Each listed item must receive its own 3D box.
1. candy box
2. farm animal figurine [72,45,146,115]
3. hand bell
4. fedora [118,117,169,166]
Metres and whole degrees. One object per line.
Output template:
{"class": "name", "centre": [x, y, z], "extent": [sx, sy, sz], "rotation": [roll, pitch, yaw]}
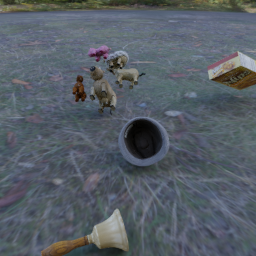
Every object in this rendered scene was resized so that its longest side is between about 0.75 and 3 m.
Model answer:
{"class": "candy box", "centre": [4.052, -2.020, 10.238], "extent": [2.126, 0.588, 1.227], "rotation": [6, -20, -39]}
{"class": "farm animal figurine", "centre": [-0.687, -1.670, 8.947], "extent": [1.814, 2.246, 1.129], "rotation": [26, 41, -21]}
{"class": "hand bell", "centre": [-0.728, 1.867, 4.599], "extent": [1.350, 0.703, 0.703], "rotation": [-13, 30, -12]}
{"class": "fedora", "centre": [0.411, 0.402, 7.059], "extent": [1.215, 0.620, 1.373], "rotation": [-29, 62, -3]}
